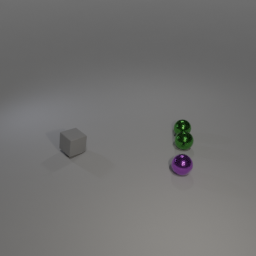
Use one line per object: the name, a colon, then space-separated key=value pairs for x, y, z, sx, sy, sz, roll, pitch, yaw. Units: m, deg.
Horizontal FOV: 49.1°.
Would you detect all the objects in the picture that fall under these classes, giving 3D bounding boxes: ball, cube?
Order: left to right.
cube: x=-1.998 y=0.509 z=10.165 sx=0.700 sy=0.700 sz=0.700 roll=-18 pitch=39 yaw=-42
ball: x=1.777 y=1.201 z=9.188 sx=0.700 sy=0.700 sz=0.700 roll=0 pitch=30 yaw=0
ball: x=2.186 y=0.004 z=11.251 sx=0.700 sy=0.700 sz=0.700 roll=0 pitch=30 yaw=0
ball: x=2.092 y=0.467 z=10.454 sx=0.700 sy=0.700 sz=0.700 roll=0 pitch=30 yaw=0
